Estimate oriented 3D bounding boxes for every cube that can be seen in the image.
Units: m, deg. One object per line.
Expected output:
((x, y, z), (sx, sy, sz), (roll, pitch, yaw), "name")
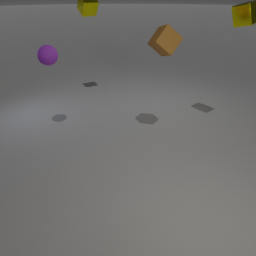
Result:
((1.198, -2.824, 9.085), (0.700, 0.700, 0.700), (34, -1, -22), "cube")
((-1.811, -5.513, 12.569), (0.700, 0.700, 0.700), (-17, 61, -29), "cube")
((4.043, -3.884, 9.515), (0.700, 0.700, 0.700), (-29, 26, -30), "cube")

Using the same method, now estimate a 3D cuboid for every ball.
((-2.768, -2.504, 9.637), (0.700, 0.700, 0.700), (0, 27, 0), "ball")
